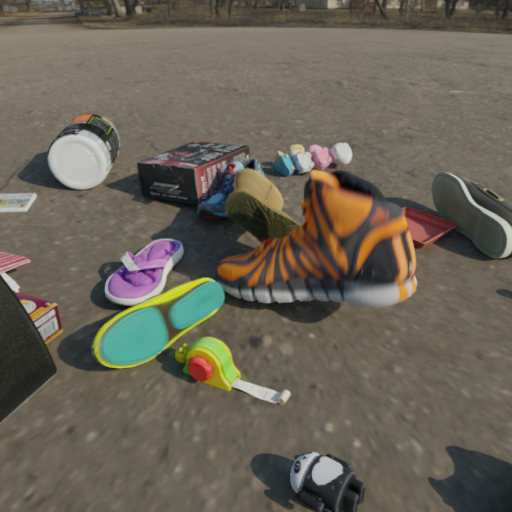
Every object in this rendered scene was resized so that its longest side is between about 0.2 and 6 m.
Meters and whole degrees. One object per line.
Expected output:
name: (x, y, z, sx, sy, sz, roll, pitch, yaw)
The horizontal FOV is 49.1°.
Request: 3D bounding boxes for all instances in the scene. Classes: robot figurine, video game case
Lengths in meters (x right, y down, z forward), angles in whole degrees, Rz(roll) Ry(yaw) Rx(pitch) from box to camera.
robot figurine: (0.752, 2.424, 5.988, 0.795, 0.496, 0.597, 18, -8, 30)
video game case: (-5.830, -1.255, 13.264, 0.996, 0.114, 0.906, -1, 28, -5)

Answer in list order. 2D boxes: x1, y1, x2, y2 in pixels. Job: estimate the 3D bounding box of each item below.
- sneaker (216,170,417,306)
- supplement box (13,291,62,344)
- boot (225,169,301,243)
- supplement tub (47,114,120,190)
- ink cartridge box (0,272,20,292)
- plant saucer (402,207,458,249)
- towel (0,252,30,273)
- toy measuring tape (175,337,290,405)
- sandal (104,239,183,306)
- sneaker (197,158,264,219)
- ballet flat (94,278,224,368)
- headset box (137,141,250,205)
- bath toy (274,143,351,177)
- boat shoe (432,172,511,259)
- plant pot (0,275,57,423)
sneaker: (0.779, -0.349, 8.986, 3.561, 1.995, 1.381, -2, 16, 32)
supplement box: (-3.741, 0.980, 8.629, 1.275, 0.546, 0.703, 13, 31, 22)
boot: (0.373, -0.817, 11.220, 2.172, 0.820, 2.481, 44, 14, -8)
supplement tub: (-4.430, -2.831, 14.718, 1.510, 1.510, 2.465, -1, 28, -2)
ink cartridge box: (-4.462, 0.588, 9.589, 0.572, 0.329, 0.977, -25, 36, -36)
plant saucer: (3.350, -0.580, 11.871, 1.312, 0.241, 1.309, -24, 37, -36)
towel: (-5.038, 0.184, 10.162, 1.617, 0.182, 1.169, 8, 24, 37)
toy measuring tape: (-0.363, 1.505, 7.613, 1.740, 0.640, 0.640, 14, 31, 24)
sandal: (-2.034, 0.118, 10.069, 1.011, 0.610, 2.484, 2, 23, 8)
sneaker: (-0.628, -1.603, 12.796, 0.927, 1.117, 2.338, 7, 28, 30)
ballet flat: (-1.533, 0.997, 8.533, 0.818, 0.816, 2.441, -4, 17, 44)
headset box: (-1.548, -2.046, 13.695, 1.827, 0.922, 2.458, 11, 29, 31)
bath toy: (1.576, -2.658, 15.283, 2.083, 0.770, 0.906, -12, 75, -18)
boat shoe: (4.688, -0.905, 11.732, 0.873, 1.033, 2.899, -5, 36, -13)
plant pot: (-4.172, 1.074, 7.071, 2.123, 1.883, 2.117, 10, 29, 21)
